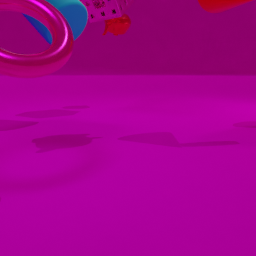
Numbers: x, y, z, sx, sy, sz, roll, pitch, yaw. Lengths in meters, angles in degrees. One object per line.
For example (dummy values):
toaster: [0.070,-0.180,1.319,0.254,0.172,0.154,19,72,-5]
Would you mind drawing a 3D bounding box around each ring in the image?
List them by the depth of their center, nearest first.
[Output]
ring: [-1.136,-1.005,2.904,1.156,1.156,0.231,-7,-25,-30]

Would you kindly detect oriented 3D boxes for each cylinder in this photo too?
cylinder: [-1.982,-3.099,7.403,1.338,1.338,1.338,48,30,15]

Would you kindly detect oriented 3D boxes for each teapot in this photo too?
teapot: [-0.462,-4.053,11.031,1.066,0.839,1.714,29,40,20]

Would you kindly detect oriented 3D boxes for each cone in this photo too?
cone: [2.236,-2.778,5.621,1.269,1.269,1.274,-4,38,-18]

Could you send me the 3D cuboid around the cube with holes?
cube with holes: [-0.737,-4.476,9.358,1.243,1.243,1.243,1,43,28]
